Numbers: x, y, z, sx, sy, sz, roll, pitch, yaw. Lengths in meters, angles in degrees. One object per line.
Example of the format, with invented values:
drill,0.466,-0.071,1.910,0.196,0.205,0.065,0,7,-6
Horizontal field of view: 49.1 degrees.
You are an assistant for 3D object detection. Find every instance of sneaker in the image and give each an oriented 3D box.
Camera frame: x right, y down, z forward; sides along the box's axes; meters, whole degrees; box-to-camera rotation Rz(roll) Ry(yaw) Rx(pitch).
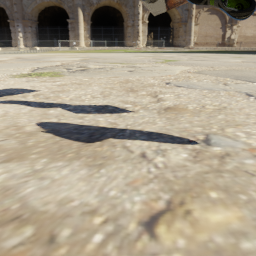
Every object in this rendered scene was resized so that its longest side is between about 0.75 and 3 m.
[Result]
sneaker,2.331,-3.439,7.171,2.075,0.736,0.860,23,5,0

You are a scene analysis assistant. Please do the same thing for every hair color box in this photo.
hair color box,1.035,-4.516,8.732,1.494,0.861,2.694,-15,1,22
